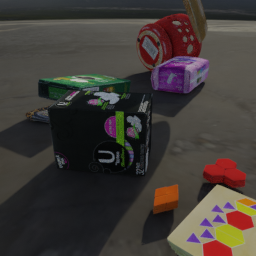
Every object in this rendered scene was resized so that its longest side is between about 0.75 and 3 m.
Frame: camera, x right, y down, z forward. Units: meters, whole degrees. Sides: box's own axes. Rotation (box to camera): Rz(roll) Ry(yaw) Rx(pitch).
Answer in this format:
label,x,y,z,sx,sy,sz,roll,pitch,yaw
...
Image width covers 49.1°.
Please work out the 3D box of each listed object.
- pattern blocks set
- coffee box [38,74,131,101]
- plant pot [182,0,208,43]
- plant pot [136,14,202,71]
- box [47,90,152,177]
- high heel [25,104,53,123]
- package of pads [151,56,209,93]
label,x,y,z,sx,sy,sz,roll,pitch,yaw
pattern blocks set,1.510,1.440,3.848,2.988,0.242,2.626,-20,32,-37
coffee box,-1.244,-1.250,8.775,1.619,0.579,2.633,14,20,27
plant pot,2.068,-4.248,9.245,0.395,2.874,2.874,-21,21,16
plant pot,1.692,-3.656,12.421,2.150,2.361,2.361,-26,34,-28
box,-0.466,0.054,5.528,1.792,1.331,1.114,4,25,9
high heel,-2.303,-0.527,7.862,0.793,0.397,1.112,10,33,14
package of pads,2.015,-2.063,10.538,1.464,0.919,2.429,11,27,28
